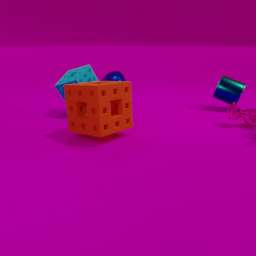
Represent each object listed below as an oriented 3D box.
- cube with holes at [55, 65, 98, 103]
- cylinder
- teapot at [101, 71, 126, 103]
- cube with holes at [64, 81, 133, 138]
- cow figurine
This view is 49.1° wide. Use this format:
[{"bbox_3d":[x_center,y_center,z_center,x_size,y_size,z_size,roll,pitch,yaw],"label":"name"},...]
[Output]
[{"bbox_3d":[-1.544,-1.297,8.880,0.903,0.903,0.903,-8,37,31],"label":"cube with holes"},{"bbox_3d":[3.437,-1.256,9.488,0.820,0.820,0.820,27,27,19],"label":"cylinder"},{"bbox_3d":[-0.491,-1.553,10.489,1.168,0.920,1.879,-31,41,35],"label":"teapot"},{"bbox_3d":[-0.700,-0.523,6.872,1.150,1.150,1.150,8,17,40],"label":"cube with holes"},{"bbox_3d":[3.315,-0.370,7.835,0.989,0.543,0.973,0,19,-39],"label":"cow figurine"}]
